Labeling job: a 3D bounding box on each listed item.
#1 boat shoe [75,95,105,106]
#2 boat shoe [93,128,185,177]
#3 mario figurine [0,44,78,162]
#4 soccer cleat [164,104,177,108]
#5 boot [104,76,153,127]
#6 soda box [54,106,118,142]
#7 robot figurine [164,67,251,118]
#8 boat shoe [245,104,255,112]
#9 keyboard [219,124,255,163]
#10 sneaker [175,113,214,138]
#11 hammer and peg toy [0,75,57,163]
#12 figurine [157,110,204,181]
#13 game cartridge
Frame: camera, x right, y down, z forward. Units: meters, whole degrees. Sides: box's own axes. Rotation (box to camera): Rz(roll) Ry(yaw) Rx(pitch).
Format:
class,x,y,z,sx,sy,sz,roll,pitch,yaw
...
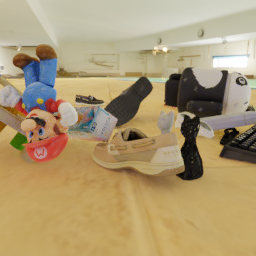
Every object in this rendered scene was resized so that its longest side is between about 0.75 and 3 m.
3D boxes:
class,x,y,z,sx,sy,sz,roll,pitch,yaw
boat shoe,-1.826,-1.323,13.244,1.578,0.476,0.583,7,14,28
boat shoe,0.087,0.325,4.854,0.764,0.692,2.145,-12,8,-39
mario figurine,-1.463,-0.398,4.454,1.006,1.898,1.172,-2,-15,-33
soccer cleat,2.032,-1.127,12.563,0.514,0.414,1.207,-8,9,-16
boot,-0.258,-0.631,9.274,2.422,0.845,1.594,-42,8,-35
soda box,-1.014,-0.088,5.943,1.681,0.534,0.575,1,-26,47
robot figurine,2.647,-1.188,9.446,2.743,2.061,1.712,10,-17,19
boat shoe,4.097,-0.491,9.529,0.481,0.543,1.483,-11,9,14
keyboard,2.976,0.233,6.428,1.763,0.377,2.936,9,14,35
sneaker,1.444,0.026,6.181,0.894,0.444,0.348,30,34,18
hammer and peg toy,-2.664,-0.484,5.980,2.195,1.052,2.984,38,-4,-26
figurine,0.840,0.229,4.820,0.458,1.039,1.065,-7,14,-30
game cartridge,2.427,-0.160,7.398,1.786,0.361,1.191,-9,-1,13
